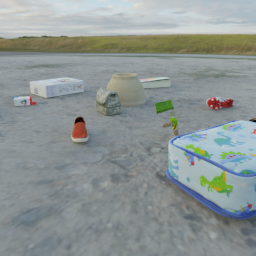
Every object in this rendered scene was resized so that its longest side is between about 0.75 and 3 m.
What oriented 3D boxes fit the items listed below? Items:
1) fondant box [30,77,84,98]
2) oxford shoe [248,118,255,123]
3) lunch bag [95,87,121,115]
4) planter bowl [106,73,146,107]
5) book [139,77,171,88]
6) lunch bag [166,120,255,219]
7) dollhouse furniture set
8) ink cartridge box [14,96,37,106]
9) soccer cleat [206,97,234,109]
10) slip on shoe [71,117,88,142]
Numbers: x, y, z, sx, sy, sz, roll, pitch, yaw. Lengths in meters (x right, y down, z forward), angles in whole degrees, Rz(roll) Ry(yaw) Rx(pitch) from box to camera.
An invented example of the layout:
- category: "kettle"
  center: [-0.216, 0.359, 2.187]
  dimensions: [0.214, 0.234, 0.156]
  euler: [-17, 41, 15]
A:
- category: "fondant box"
  center: [-4.103, -2.388, 16.269]
  dimensions: [2.494, 0.726, 1.799]
  euler: [-19, 26, -42]
- category: "oxford shoe"
  center: [4.116, 0.098, 8.644]
  dimensions: [0.853, 0.905, 2.421]
  euler: [16, 24, 38]
- category: "lunch bag"
  center: [-0.884, -1.196, 12.259]
  dimensions: [0.858, 1.033, 1.231]
  euler: [-10, 21, -28]
- category: "planter bowl"
  center: [-0.133, -1.998, 14.052]
  dimensions: [2.114, 1.423, 2.114]
  euler: [1, 19, 0]
- category: "book"
  center: [1.351, -2.969, 18.425]
  dimensions: [2.410, 0.579, 1.610]
  euler: [-9, 18, -19]
- category: "lunch bag"
  center: [2.487, 0.723, 6.315]
  dimensions: [2.949, 1.216, 2.371]
  euler: [-12, 24, -32]
- category: "dollhouse furniture set"
  center: [1.271, -0.253, 8.979]
  dimensions: [0.548, 1.420, 0.710]
  euler: [-14, 52, 8]
- category: "ink cartridge box"
  center: [-5.031, -1.328, 13.730]
  dimensions: [1.016, 0.342, 0.590]
  euler: [-7, 20, -21]
- category: "soccer cleat"
  center: [4.193, -1.180, 13.070]
  dimensions: [1.597, 0.548, 0.680]
  euler: [-5, 14, -26]
- category: "slip on shoe"
  center: [-1.602, 0.052, 9.282]
  dimensions: [0.549, 0.454, 1.482]
  euler: [-3, 26, -8]
